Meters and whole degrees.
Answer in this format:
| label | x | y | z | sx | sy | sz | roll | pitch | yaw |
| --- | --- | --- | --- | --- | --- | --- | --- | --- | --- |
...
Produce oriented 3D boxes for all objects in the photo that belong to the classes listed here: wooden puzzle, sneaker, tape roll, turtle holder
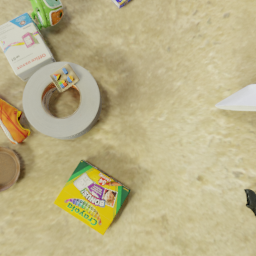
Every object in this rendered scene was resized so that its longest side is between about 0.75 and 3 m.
| label | x | y | z | sx | sy | sz | roll | pitch | yaw |
| --- | --- | --- | --- | --- | --- | --- | --- | --- | --- |
| wooden puzzle | -2.304 | -1.827 | 10.125 | 0.846 | 0.196 | 0.783 | -34 | 84 | -4 |
| sneaker | -4.648 | -0.578 | 10.664 | 0.981 | 0.928 | 2.544 | -37 | 91 | -18 |
| sneaker | 4.662 | 2.954 | 10.350 | 0.693 | 0.399 | 1.329 | 7 | 78 | 1 |
| tape roll | -2.419 | -0.996 | 10.580 | 2.826 | 0.934 | 2.826 | 0 | 82 | -1 |
| turtle holder | -3.256 | -4.740 | 11.060 | 1.148 | 1.228 | 1.616 | -25 | 48 | -18 |

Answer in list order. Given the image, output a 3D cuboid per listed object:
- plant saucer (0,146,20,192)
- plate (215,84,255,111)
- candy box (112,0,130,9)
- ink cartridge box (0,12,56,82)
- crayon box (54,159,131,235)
| label | x | y | z | sx | sy | sz | roll | pitch | yaw |
| --- | --- | --- | --- | --- | --- | --- | --- | --- | --- |
| plant saucer | -4.874 | 1.543 | 10.562 | 1.722 | 0.315 | 1.722 | 0 | 83 | -1 |
| plate | 4.580 | -1.063 | 9.829 | 2.171 | 2.176 | 0.352 | -29 | 108 | -25 |
| candy box | -0.348 | -5.449 | 11.479 | 0.693 | 0.316 | 0.820 | -41 | 85 | -6 |
| ink cartridge box | -3.962 | -3.104 | 10.876 | 1.521 | 0.891 | 2.105 | -30 | 85 | -4 |
| crayon box | -1.283 | 2.499 | 10.270 | 2.139 | 0.624 | 1.846 | 31 | 84 | 4 |
